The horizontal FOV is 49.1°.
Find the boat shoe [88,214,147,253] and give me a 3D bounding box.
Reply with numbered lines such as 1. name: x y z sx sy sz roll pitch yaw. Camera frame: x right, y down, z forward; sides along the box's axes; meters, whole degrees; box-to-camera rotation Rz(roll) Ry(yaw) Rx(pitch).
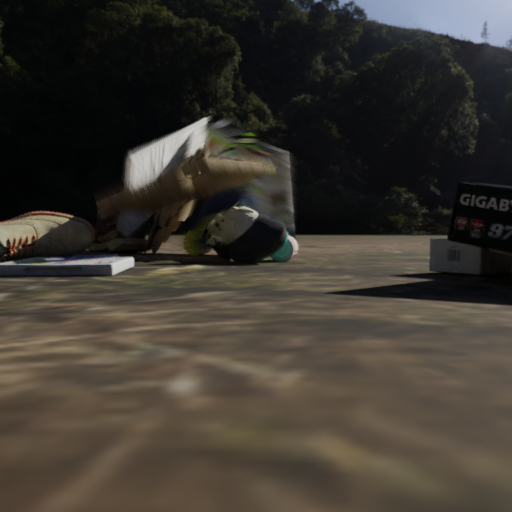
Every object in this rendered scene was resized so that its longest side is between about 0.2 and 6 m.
1. boat shoe: -3.274 -0.604 13.137 1.031 1.028 2.857 -1 2 -28

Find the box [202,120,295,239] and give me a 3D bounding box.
1. box: -0.232 -1.709 12.256 0.595 1.885 3.425 -16 27 -19

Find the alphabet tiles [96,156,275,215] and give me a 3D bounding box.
1. alphabet tiles: -1.235 -1.074 9.035 2.516 0.095 2.103 -17 -3 29

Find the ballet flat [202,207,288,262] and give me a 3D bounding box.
1. ballet flat: -0.345 -0.383 9.568 0.932 0.932 2.552 -1 0 -21

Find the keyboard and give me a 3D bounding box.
1. keyboard: -1.848 -1.940 12.190 0.280 1.478 5.252 17 23 3

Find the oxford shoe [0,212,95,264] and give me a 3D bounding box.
1. oxford shoe: -3.331 -0.123 7.756 2.232 0.790 0.824 -8 21 -26

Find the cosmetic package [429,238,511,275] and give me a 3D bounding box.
1. cosmetic package: 2.584 0.003 6.741 0.695 0.427 0.693 -1 3 -36

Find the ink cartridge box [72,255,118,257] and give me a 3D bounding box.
1. ink cartridge box: -2.389 0.078 8.271 0.693 0.165 0.702 -2 2 -13

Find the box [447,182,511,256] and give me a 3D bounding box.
1. box: 3.703 -0.252 5.742 2.850 0.656 2.265 -3 15 -42

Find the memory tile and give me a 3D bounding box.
1. memory tile: -1.759 -1.299 12.554 0.216 1.976 2.578 21 27 2

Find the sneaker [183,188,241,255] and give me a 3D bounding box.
1. sneaker: -0.865 -0.700 11.599 0.601 1.626 0.669 40 4 19

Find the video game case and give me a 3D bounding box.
1. video game case: -2.326 0.131 7.041 1.333 0.162 1.465 0 3 -3

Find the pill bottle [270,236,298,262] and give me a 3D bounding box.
1. pill bottle: 0.479 -0.132 9.527 0.441 0.441 0.805 1 3 11
